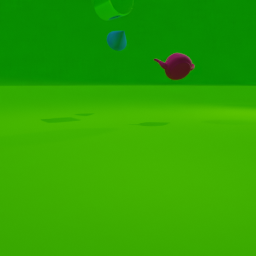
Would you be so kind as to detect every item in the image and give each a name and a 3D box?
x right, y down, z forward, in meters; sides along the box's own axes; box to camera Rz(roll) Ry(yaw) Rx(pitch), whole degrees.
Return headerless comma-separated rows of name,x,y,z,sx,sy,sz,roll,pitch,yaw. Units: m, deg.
teapot,1.576,-2.084,9.279,1.486,0.924,0.728,0,46,-21
cone,-0.326,-3.851,11.754,0.899,0.899,0.902,-4,-8,-22
cylinder,-0.541,-4.650,10.404,1.091,1.091,1.091,-7,11,-36
